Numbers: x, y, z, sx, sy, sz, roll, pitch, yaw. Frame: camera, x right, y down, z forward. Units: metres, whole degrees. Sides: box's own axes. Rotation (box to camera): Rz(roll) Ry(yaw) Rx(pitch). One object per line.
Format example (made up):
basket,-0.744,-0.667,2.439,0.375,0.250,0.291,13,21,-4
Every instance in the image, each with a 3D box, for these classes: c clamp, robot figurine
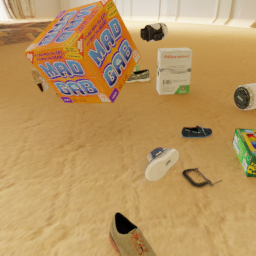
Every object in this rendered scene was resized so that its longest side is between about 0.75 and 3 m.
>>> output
c clamp,2.187,1.512,8.545,0.868,0.138,1.016,-19,35,-23
robot figurine,1.169,-4.242,12.393,1.233,0.926,0.769,-13,-11,-11

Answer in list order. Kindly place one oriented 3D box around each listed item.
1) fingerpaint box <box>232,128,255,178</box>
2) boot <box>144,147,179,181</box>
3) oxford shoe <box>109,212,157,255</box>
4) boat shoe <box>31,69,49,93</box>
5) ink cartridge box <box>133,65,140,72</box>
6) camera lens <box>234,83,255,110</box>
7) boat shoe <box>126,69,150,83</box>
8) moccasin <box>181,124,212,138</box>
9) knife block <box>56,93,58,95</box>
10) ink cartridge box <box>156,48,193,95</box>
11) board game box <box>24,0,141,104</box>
fingerpaint box,4.559,0.780,9.243,1.671,0.734,2.002,3,28,6
boot,0.878,1.112,8.910,0.765,0.616,1.695,8,23,40
oxford shoe,0.157,2.559,5.906,0.677,0.719,1.921,-19,34,-32
boat shoe,-3.536,-1.867,11.140,0.375,1.012,0.336,-7,37,32
ink cartridge box,-0.169,-3.658,17.694,1.505,0.635,1.099,-19,33,-31
camera lens,5.792,-1.478,13.014,1.454,1.163,1.163,-10,30,-18
boat shoe,0.285,-3.110,16.669,2.098,0.627,0.750,-8,29,-15
moccasin,2.690,0.121,10.810,1.241,0.423,0.499,-7,29,-12
knife block,-2.856,-1.887,14.467,1.499,0.546,1.708,-17,33,-27
ink cartridge box,2.396,-2.994,14.684,1.669,2.277,0.946,-2,28,-5
board game box,-1.494,-2.607,10.005,2.480,2.479,2.478,4,53,36
